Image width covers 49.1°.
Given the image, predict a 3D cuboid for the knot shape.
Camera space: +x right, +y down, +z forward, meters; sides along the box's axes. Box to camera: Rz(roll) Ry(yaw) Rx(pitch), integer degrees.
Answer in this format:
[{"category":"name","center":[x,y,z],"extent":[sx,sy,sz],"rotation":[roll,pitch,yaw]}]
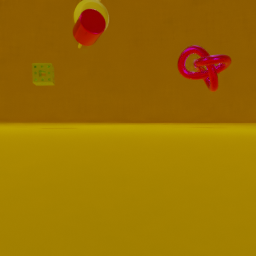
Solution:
[{"category":"knot shape","center":[2.945,-2.279,10.412],"extent":[1.975,0.912,1.848],"rotation":[39,-22,-14]}]

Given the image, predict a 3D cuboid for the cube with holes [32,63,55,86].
[{"category":"cube with holes","center":[-3.262,-2.060,10.847],"extent":[0.723,0.723,0.723],"rotation":[-2,1,-8]}]

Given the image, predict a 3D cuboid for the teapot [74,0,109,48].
[{"category":"teapot","center":[-1.335,-3.746,9.822],"extent":[1.213,1.951,0.955],"rotation":[21,-4,-19]}]

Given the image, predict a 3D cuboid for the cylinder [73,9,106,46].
[{"category":"cylinder","center":[-1.227,-3.149,8.813],"extent":[0.843,0.843,0.843],"rotation":[-1,-10,-27]}]
